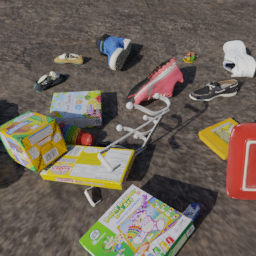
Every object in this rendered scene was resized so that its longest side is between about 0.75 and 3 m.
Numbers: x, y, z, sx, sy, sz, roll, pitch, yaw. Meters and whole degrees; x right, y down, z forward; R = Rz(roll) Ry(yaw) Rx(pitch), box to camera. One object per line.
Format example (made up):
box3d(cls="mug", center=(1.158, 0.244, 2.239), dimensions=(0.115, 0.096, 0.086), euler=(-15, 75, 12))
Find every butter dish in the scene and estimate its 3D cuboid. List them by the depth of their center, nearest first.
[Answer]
box3d(cls="butter dish", center=(3.622, 0.723, 7.538), dimensions=(2.114, 2.108, 1.562), euler=(-1, 16, 5))

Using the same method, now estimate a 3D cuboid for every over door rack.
box3d(cls="over door rack", center=(-0.137, 0.427, 7.382), dimensions=(0.938, 2.081, 2.817), euler=(36, 51, 11))

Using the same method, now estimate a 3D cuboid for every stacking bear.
box3d(cls="stacking bear", center=(-1.623, 0.280, 8.757), dimensions=(1.167, 0.663, 0.709), euler=(15, 44, 9))

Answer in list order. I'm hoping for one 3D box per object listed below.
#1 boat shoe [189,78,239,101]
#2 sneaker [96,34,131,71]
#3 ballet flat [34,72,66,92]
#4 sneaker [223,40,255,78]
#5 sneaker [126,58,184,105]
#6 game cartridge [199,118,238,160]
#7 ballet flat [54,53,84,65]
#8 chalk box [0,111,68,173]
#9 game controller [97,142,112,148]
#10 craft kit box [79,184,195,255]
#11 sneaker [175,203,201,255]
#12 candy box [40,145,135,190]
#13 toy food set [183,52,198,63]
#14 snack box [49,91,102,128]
box3d(cls="boat shoe", center=(3.314, -1.493, 10.708), dimensions=(1.972, 0.595, 0.729), euler=(-8, 43, -8))
box3d(cls="sneaker", center=(-0.831, -3.424, 12.508), dimensions=(1.467, 1.012, 2.636), euler=(14, 39, 6))
box3d(cls="ballet flat", center=(-3.133, -1.958, 11.294), dimensions=(0.547, 0.547, 1.498), euler=(30, 50, 29))
box3d(cls="sneaker", center=(4.655, -3.084, 12.287), dimensions=(1.096, 0.938, 2.516), euler=(-8, 42, -1))
box3d(cls="sneaker", center=(1.093, -1.441, 10.264), dimensions=(2.665, 1.156, 0.982), euler=(-42, 14, -17))
box3d(cls="game cartridge", center=(3.181, 0.299, 8.988), dimensions=(1.439, 0.233, 1.269), euler=(-21, 46, -23))
box3d(cls="ballet flat", center=(-2.683, -3.179, 12.700), dimensions=(1.411, 0.445, 0.484), euler=(5, 42, 5))
box3d(cls="chalk box", center=(-2.867, 0.295, 8.100), dimensions=(1.873, 1.160, 1.166), euler=(14, 41, 39))
box3d(cls="game controller", center=(-0.859, 0.827, 8.457), dimensions=(0.596, 0.241, 1.143), euler=(10, 40, 32))
box3d(cls="craft kit box", center=(0.165, 2.313, 6.073), dimensions=(1.837, 0.446, 1.815), euler=(-43, 38, -25))
box3d(cls="sneaker", center=(1.009, 2.276, 6.458), dimensions=(0.800, 0.683, 1.815), euler=(29, 49, 28))
box3d(cls="candy box", center=(-1.103, 1.025, 7.796), dimensions=(2.418, 0.319, 1.236), euler=(3, 43, 21))
box3d(cls="toy food set", center=(2.890, -3.340, 12.986), dimensions=(0.537, 0.298, 0.913), euler=(21, 46, 22))
box3d(cls="snack box", center=(-1.779, -0.649, 9.784), dimensions=(1.718, 0.581, 1.449), euler=(-5, 43, -3))
